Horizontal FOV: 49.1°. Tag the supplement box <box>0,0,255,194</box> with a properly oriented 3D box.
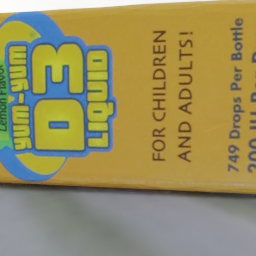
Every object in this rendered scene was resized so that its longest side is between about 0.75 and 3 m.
[{"bbox_3d":[-0.005,-0.094,1.077,1.745,0.581,0.600,0,4,10],"label":"supplement box"}]
